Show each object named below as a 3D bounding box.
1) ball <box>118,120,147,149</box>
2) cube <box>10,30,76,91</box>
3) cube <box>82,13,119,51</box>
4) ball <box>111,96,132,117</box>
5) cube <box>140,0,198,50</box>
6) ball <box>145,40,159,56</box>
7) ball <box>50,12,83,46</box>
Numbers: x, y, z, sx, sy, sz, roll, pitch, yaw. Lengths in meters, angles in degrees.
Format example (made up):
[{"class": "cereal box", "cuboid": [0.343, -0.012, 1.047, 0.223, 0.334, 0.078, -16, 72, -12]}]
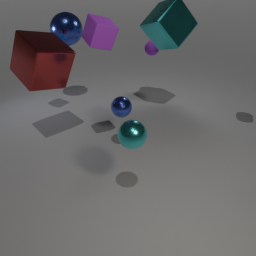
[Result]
[{"class": "ball", "cuboid": [0.104, 0.153, 6.624, 0.700, 0.700, 0.700, 0, 29, 0]}, {"class": "cube", "cuboid": [-2.805, -2.197, 9.152, 1.400, 1.400, 1.400, -15, 50, -46]}, {"class": "cube", "cuboid": [-0.794, -2.696, 7.898, 0.700, 0.700, 0.700, -2, 42, -35]}, {"class": "ball", "cuboid": [-0.215, -0.698, 9.255, 0.700, 0.700, 0.700, 0, 29, 0]}, {"class": "cube", "cuboid": [1.632, -4.175, 11.326, 1.400, 1.400, 1.400, -52, 29, -9]}, {"class": "ball", "cuboid": [1.131, -3.779, 13.213, 0.700, 0.700, 0.700, 0, 29, 0]}, {"class": "ball", "cuboid": [-2.672, -4.288, 12.148, 1.400, 1.400, 1.400, 0, 29, 0]}]
